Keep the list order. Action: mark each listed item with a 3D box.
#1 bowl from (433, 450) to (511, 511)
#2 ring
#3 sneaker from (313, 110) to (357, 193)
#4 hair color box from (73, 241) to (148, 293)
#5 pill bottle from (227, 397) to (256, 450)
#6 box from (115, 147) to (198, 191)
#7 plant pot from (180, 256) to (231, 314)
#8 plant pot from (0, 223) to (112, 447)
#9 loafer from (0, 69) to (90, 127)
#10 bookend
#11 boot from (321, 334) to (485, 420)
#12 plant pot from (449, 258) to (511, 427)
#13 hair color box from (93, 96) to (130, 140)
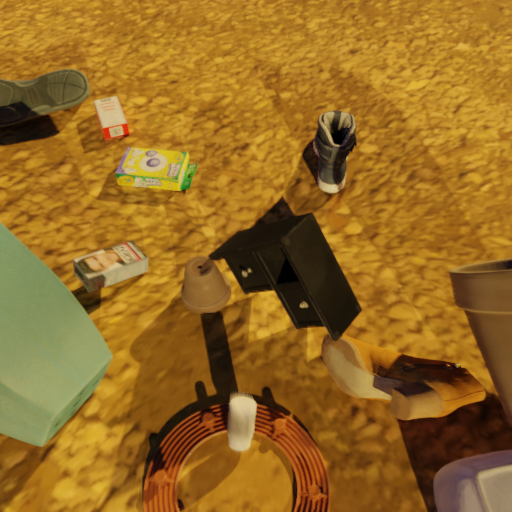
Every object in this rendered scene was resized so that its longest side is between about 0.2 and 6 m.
[{"bbox_3d":[3.786,3.702,7.590,2.318,0.865,2.315,-6,48,-4],"label":"bowl"},{"bbox_3d":[-0.282,3.391,8.256,2.765,0.265,2.765,0,49,0],"label":"ring"},{"bbox_3d":[1.787,-2.819,12.872,0.882,1.676,2.319,-1,47,2],"label":"sneaker"},{"bbox_3d":[-2.790,0.186,10.791,1.266,0.384,0.627,-22,49,-35],"label":"hair color box"},{"bbox_3d":[-0.231,2.565,8.555,0.406,0.714,0.406,5,13,-1],"label":"pill bottle"},{"bbox_3d":[-2.272,-2.010,12.979,1.719,0.416,1.009,7,49,4],"label":"box"},{"bbox_3d":[-0.974,0.472,10.417,0.963,0.840,0.963,-3,48,3],"label":"plant pot"},{"bbox_3d":[-3.875,1.334,8.581,2.967,2.096,2.097,39,47,3],"label":"plant pot"},{"bbox_3d":[-6.010,-3.951,14.454,3.469,1.091,1.246,-13,93,-10],"label":"loafer"},{"bbox_3d":[0.483,0.454,9.935,2.010,1.998,0.926,-10,25,49],"label":"bookend"},{"bbox_3d":[2.369,1.915,9.288,1.711,0.841,2.390,-3,20,-32],"label":"boot"},{"bbox_3d":[4.574,1.292,8.321,2.991,2.991,2.595,-8,91,-7],"label":"plant pot"},{"bbox_3d":[-3.709,-3.540,14.343,0.654,0.395,1.289,-16,51,-13],"label":"hair color box"}]
